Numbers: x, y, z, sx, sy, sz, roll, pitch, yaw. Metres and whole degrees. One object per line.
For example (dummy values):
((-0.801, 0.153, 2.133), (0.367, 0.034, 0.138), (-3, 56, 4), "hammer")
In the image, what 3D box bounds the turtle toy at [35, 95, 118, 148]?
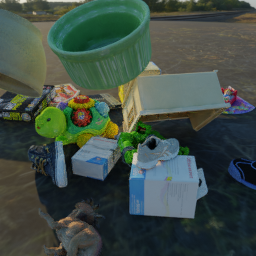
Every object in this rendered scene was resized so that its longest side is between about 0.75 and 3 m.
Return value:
((-1.822, -0.279, 9.736), (2.141, 1.485, 2.938), (21, 34, 36), "turtle toy")

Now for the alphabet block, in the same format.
((0.487, -2.078, 13.115), (1.724, 1.693, 1.684), (-5, 26, -9), "alphabet block")

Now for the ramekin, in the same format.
((-0.609, -2.152, 7.182), (2.576, 1.258, 2.576), (-9, 48, 10), "ramekin")

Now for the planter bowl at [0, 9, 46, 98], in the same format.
((-3.715, -2.315, 8.492), (2.817, 1.896, 2.817), (16, -9, 3), "planter bowl")

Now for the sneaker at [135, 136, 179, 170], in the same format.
((0.768, 0.454, 6.738), (0.541, 0.658, 1.430), (24, 34, 39), "sneaker")

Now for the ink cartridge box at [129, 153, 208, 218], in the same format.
((0.964, 1.390, 6.842), (1.761, 1.103, 1.132), (3, 27, 6), "ink cartridge box")

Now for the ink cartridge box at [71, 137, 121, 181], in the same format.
((-0.915, 0.877, 8.452), (1.002, 0.578, 1.381), (9, 28, 17), "ink cartridge box")

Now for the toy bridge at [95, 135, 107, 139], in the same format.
((-0.498, 0.468, 9.164), (1.226, 0.167, 0.412), (18, -3, -7), "toy bridge")

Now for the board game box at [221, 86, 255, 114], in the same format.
((4.496, -1.468, 13.172), (2.214, 0.546, 2.803), (-5, 27, -10), "board game box")

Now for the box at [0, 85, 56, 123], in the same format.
((-4.516, -1.149, 12.189), (1.980, 0.547, 2.472), (5, 34, 9), "box")

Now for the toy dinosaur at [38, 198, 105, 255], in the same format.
((-0.932, 2.168, 5.655), (1.407, 0.891, 2.077), (-8, 33, -30), "toy dinosaur")

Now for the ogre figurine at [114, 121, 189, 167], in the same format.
((0.644, 0.542, 8.503), (2.375, 1.165, 1.424), (-21, 40, -26), "ogre figurine")

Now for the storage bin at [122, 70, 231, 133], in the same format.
((1.340, -0.659, 9.389), (2.784, 1.305, 2.764), (-7, -17, -12), "storage bin")

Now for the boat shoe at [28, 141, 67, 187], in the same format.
((-2.302, 1.059, 7.972), (1.008, 0.786, 2.222), (-8, 20, -14), "boat shoe")

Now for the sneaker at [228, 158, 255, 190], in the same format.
((4.012, 1.190, 7.316), (2.665, 1.038, 0.935), (20, 33, 34), "sneaker")

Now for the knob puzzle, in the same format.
((-3.707, -1.716, 13.804), (3.033, 0.421, 3.033), (0, 27, 0), "knob puzzle")

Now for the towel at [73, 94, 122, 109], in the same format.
((-1.418, -1.146, 12.900), (1.833, 0.329, 1.903), (-9, 26, -23), "towel")
